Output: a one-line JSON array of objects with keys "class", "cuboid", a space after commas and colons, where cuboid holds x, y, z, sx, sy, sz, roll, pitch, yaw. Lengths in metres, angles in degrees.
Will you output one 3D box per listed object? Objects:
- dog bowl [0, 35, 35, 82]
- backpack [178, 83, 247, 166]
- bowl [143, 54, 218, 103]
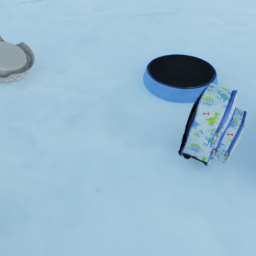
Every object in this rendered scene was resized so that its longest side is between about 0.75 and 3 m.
[{"class": "dog bowl", "cuboid": [-4.278, -2.385, 9.746, 1.910, 0.560, 1.910, 14, 50, -18]}, {"class": "backpack", "cuboid": [2.100, -0.118, 6.703, 1.256, 1.709, 1.564, 19, 36, 17]}, {"class": "bowl", "cuboid": [1.802, -1.793, 9.611, 2.555, 0.502, 2.555, 0, 42, 0]}]
